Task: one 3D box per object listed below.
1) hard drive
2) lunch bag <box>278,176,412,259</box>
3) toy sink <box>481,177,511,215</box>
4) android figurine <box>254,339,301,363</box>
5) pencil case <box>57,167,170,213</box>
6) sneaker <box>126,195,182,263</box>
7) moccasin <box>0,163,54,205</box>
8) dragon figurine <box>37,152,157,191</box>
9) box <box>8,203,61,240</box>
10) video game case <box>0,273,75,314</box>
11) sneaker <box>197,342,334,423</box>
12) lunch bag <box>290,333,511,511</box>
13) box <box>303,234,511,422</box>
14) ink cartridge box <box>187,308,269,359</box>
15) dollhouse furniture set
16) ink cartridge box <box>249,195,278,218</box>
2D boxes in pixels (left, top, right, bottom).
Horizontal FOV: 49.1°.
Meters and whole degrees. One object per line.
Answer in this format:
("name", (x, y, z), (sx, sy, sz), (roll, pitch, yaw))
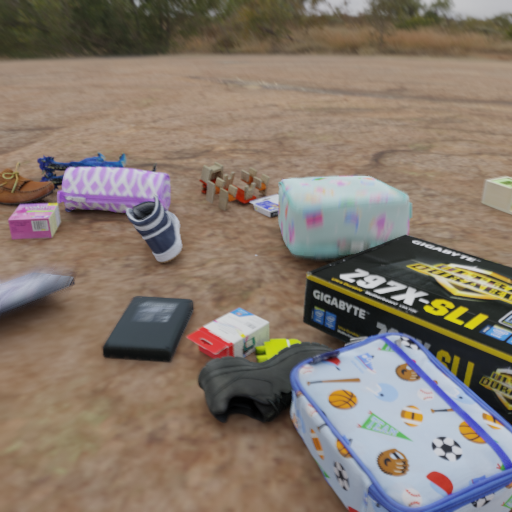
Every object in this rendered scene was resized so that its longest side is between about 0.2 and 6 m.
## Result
("hard drive", (-1.578, 1.060, 8.371), (0.988, 0.233, 1.416), (3, 25, 6))
("lunch bag", (1.689, -0.846, 11.084), (2.402, 1.154, 2.995), (-2, 18, -4))
("toy sink", (6.059, -1.420, 13.190), (0.751, 0.646, 1.153), (-12, 28, -24))
("android figurine", (0.372, 1.366, 7.825), (0.767, 0.157, 0.698), (-4, 25, -7))
("pencil case", (-3.213, -1.475, 12.826), (2.517, 1.056, 1.076), (2, 22, 4))
("sneaker", (-2.042, -0.774, 11.045), (0.722, 1.118, 2.061), (-30, 30, -1))
("moccasin", (-6.049, -1.770, 13.637), (2.328, 0.899, 0.852), (7, 26, 15))
("dragon figurine", (-4.052, -1.987, 14.033), (3.284, 0.966, 1.633), (15, 29, 31))
("box", (-4.720, -0.750, 11.990), (0.826, 0.454, 0.939), (-2, 25, -5))
("video game case", (-4.006, 0.655, 8.798), (1.320, 0.175, 1.847), (2, 20, 41))
("sneaker", (0.243, 1.620, 6.858), (1.840, 0.699, 0.835), (-11, 36, -8))
("lunch bag", (1.517, 1.774, 5.943), (1.881, 0.887, 2.348), (-14, 34, -19))
("box", (2.906, 0.806, 7.937), (3.591, 0.886, 2.867), (23, 30, 39))
("ink cartridge box", (-0.392, 1.185, 7.962), (0.625, 0.362, 1.076), (22, 33, 38))
("dollhouse furniture set", (-0.678, -1.671, 13.898), (1.505, 0.784, 1.521), (32, 39, 30))
("ink cartridge box", (0.423, -1.179, 13.226), (0.858, 0.204, 0.868), (-18, 27, -29))
